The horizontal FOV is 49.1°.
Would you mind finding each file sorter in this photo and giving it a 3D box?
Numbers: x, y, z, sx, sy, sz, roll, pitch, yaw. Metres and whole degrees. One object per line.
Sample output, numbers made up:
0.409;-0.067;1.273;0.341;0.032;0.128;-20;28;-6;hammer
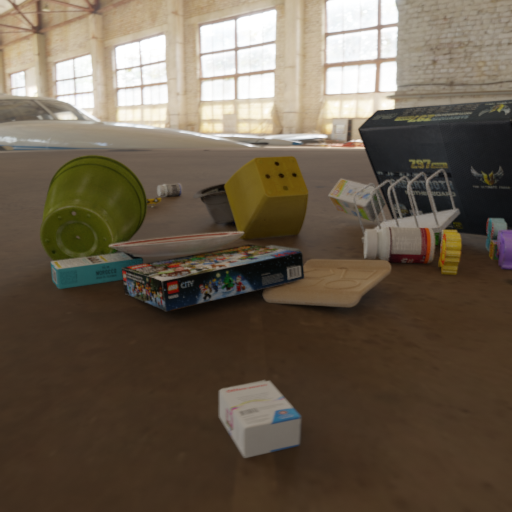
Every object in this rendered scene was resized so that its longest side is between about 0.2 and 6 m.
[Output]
3.308;-1.126;12.478;1.857;1.156;1.289;-8;17;40;file sorter

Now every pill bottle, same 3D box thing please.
2.794;-0.215;11.015;1.286;0.705;0.705;1;14;5;pill bottle
-3.082;-2.337;19.940;0.809;0.460;0.460;-7;16;-28;pill bottle

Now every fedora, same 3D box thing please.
-0.714;-1.398;14.933;1.838;0.939;2.079;-15;14;-17;fedora

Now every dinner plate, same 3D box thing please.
-1.397;-0.202;9.998;2.389;0.290;2.389;-4;4;0;dinner plate

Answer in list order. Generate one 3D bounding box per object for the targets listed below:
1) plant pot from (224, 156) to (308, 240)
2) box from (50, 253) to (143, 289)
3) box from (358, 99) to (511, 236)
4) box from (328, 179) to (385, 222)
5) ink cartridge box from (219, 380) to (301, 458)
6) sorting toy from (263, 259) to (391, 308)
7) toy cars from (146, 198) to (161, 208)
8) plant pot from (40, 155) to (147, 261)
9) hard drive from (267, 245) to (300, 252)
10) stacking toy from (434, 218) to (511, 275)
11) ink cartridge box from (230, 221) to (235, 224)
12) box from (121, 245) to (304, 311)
0.360;-1.466;13.093;1.595;1.595;1.407;-6;-26;-24;plant pot
-2.803;0.238;9.919;1.488;0.366;0.612;-8;16;-28;box
4.491;-1.928;12.761;3.833;3.023;0.978;11;48;48;box
2.751;-1.536;15.353;1.304;0.661;0.734;24;-18;42;box
0.014;1.473;5.143;0.534;0.313;0.739;-5;17;-20;ink cartridge box
1.179;0.457;9.045;1.607;0.317;1.736;0;17;31;sorting toy
-3.509;-1.588;17.408;1.243;0.275;0.557;-17;16;-41;toy cars
-3.299;-0.701;10.997;2.056;2.056;1.979;-1;26;-3;plant pot
0.287;-0.008;11.232;0.754;0.178;1.080;9;16;35;hard drive
4.947;-0.347;11.351;2.665;0.830;3.534;3;14;10;stacking toy
-0.463;-0.947;15.055;0.752;0.177;0.743;-11;19;-30;ink cartridge box
-0.703;0.280;9.035;2.452;0.462;1.675;-11;12;-32;box
